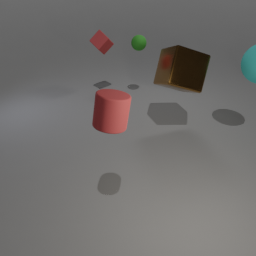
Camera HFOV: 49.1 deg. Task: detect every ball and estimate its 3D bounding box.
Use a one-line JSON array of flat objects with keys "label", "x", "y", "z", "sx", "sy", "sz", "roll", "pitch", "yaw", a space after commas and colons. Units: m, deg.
[{"label": "ball", "x": 0.498, "y": -3.894, "z": 12.812, "sx": 0.700, "sy": 0.700, "sz": 0.700, "roll": 0, "pitch": 31, "yaw": 0}, {"label": "ball", "x": 4.682, "y": -2.238, "z": 9.754, "sx": 1.400, "sy": 1.400, "sz": 1.400, "roll": 0, "pitch": 31, "yaw": 0}]

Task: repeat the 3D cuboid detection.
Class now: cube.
[{"label": "cube", "x": 1.976, "y": -2.163, "z": 10.491, "sx": 1.400, "sy": 1.400, "sz": 1.400, "roll": 11, "pitch": 6, "yaw": -19}, {"label": "cube", "x": -1.233, "y": -4.027, "z": 13.170, "sx": 0.700, "sy": 0.700, "sz": 0.700, "roll": 47, "pitch": 9, "yaw": 17}]

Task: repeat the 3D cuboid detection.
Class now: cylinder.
[{"label": "cylinder", "x": -0.328, "y": -0.340, "z": 5.547, "sx": 0.700, "sy": 0.700, "sz": 0.700, "roll": 8, "pitch": 24, "yaw": -3}]
